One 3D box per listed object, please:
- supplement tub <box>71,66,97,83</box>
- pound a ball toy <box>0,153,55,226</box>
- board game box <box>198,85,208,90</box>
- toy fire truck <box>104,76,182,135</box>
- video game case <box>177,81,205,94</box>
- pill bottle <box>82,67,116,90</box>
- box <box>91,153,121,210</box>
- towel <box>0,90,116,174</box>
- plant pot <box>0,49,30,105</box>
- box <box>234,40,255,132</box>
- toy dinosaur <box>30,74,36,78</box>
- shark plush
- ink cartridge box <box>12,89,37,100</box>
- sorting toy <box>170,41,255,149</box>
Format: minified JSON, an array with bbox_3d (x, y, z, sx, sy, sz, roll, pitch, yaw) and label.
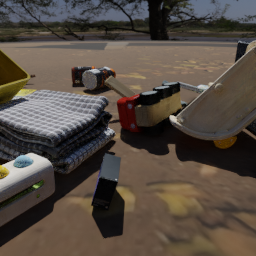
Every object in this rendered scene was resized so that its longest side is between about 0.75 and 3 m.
[{"bbox_3d":[-2.159,-2.828,14.902,1.640,0.877,0.877,-3,21,-7],"label":"supplement tub"},{"bbox_3d":[-2.499,1.043,4.904,1.309,0.853,2.007,15,25,33],"label":"pound a ball toy"},{"bbox_3d":[3.652,-1.936,13.597,0.524,0.133,0.779,13,25,29],"label":"board game box"},{"bbox_3d":[0.233,-0.889,9.189,2.566,1.651,2.258,2,19,34],"label":"toy fire truck"},{"bbox_3d":[3.023,-1.421,11.183,1.660,0.201,1.823,25,12,35],"label":"video game case"},{"bbox_3d":[-1.365,-2.536,14.020,0.951,0.951,1.789,13,26,31],"label":"pill bottle"},{"bbox_3d":[-0.397,0.979,5.262,0.358,0.641,0.909,19,20,-5],"label":"box"},{"bbox_3d":[-2.115,-0.095,7.246,2.992,1.280,2.477,10,24,24],"label":"towel"},{"bbox_3d":[-4.915,-1.087,7.316,2.809,2.478,2.809,42,27,-1],"label":"plant pot"},{"bbox_3d":[4.391,-1.253,8.496,1.568,2.529,2.487,-1,21,-9],"label":"box"},{"bbox_3d":[-5.809,-2.607,14.371,1.995,1.019,1.354,-40,23,-28],"label":"toy dinosaur"},{"bbox_3d":[1.608,-1.153,10.516,0.971,0.890,2.137,0,21,1],"label":"shark plush"},{"bbox_3d":[-4.384,-1.141,11.137,1.984,0.466,1.961,-1,20,5],"label":"ink cartridge box"},{"bbox_3d":[2.686,-0.880,8.280,2.985,1.595,2.687,-43,10,9],"label":"sorting toy"}]
